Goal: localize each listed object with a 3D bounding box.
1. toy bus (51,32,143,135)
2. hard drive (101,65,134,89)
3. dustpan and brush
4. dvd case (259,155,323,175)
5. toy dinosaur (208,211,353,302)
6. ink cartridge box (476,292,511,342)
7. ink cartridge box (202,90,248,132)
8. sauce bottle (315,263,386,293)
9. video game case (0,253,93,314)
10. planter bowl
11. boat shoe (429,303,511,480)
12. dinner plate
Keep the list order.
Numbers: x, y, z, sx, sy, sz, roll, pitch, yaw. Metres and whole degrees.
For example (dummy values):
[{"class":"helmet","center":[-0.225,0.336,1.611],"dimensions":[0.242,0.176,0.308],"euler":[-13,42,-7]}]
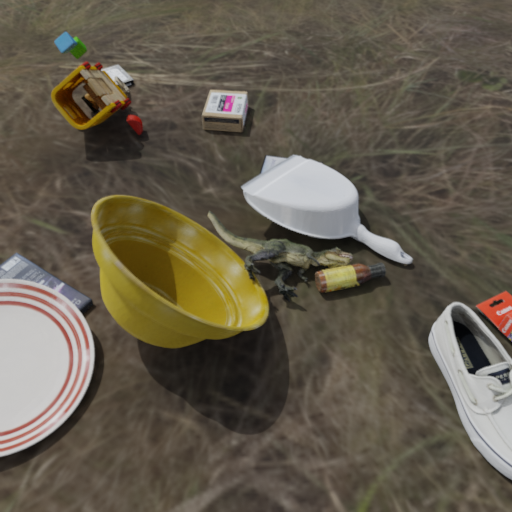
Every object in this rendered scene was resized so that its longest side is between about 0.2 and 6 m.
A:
[{"class":"toy bus","center":[-3.862,-3.664,13.088],"dimensions":[1.256,2.430,2.293],"euler":[-36,60,9]},{"class":"hard drive","center":[-3.726,-4.706,14.804],"dimensions":[0.655,0.177,0.937],"euler":[-26,52,-22]},{"class":"dustpan and brush","center":[1.576,-0.790,10.899],"dimensions":[3.255,0.932,2.272],"euler":[24,38,25]},{"class":"dvd case","center":[0.756,-1.805,12.242],"dimensions":[1.325,0.116,0.945],"euler":[8,49,8]},{"class":"toy dinosaur","center":[0.324,0.055,10.023],"dimensions":[2.741,0.650,1.208],"euler":[16,46,-3]},{"class":"ink cartridge box","center":[4.579,1.139,9.340],"dimensions":[0.856,0.396,1.571],"euler":[-19,51,-26]},{"class":"ink cartridge box","center":[-0.735,-3.521,13.561],"dimensions":[0.966,0.440,1.173],"euler":[4,47,5]},{"class":"sauce bottle","center":[1.703,0.368,10.094],"dimensions":[1.262,0.417,0.417],"euler":[-10,49,-7]},{"class":"video game case","center":[-4.086,0.829,9.840],"dimensions":[1.987,0.188,1.419],"euler":[27,54,21]},{"class":"planter bowl","center":[-1.459,0.503,8.962],"dimensions":[3.176,1.323,3.176],"euler":[33,19,-13]},{"class":"boat shoe","center":[3.530,1.929,8.343],"dimensions":[1.012,0.924,2.811],"euler":[-8,49,-7]},{"class":"dinner plate","center":[-4.021,1.681,8.685],"dimensions":[2.928,0.355,2.928],"euler":[5,56,-8]}]
